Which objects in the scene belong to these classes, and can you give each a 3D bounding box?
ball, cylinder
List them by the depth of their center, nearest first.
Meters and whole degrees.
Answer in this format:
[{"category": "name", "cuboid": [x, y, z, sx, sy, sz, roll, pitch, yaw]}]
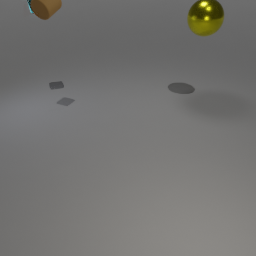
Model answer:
[{"category": "cylinder", "cuboid": [-2.564, -3.893, 8.803, 0.700, 0.700, 0.700, 15, 56, 24]}, {"category": "ball", "cuboid": [3.017, -4.297, 10.910, 1.400, 1.400, 1.400, 0, 30, 0]}]

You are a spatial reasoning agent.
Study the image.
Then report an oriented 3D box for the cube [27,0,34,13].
[{"category": "cube", "cuboid": [-3.446, -4.822, 10.713, 0.700, 0.700, 0.700, -16, 25, -9]}]
